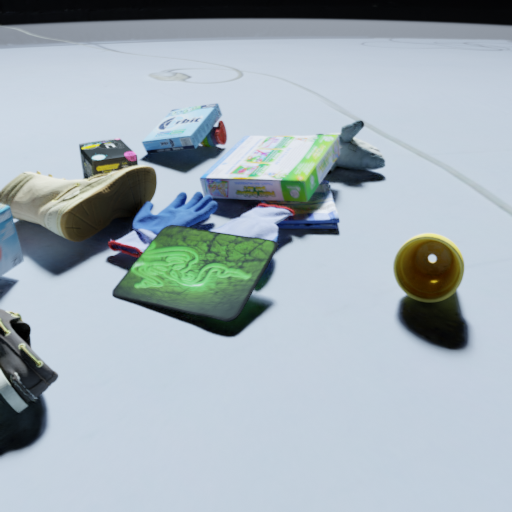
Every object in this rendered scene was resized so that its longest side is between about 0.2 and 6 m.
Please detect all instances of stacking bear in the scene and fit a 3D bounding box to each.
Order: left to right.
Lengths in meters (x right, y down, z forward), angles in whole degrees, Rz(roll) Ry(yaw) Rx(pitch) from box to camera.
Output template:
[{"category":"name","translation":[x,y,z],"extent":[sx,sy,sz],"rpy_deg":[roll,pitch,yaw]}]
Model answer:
[{"category":"stacking bear","translation":[-1.463,-3.453,16.198],"extent":[1.111,0.632,0.675],"rpy_deg":[-1,57,21]}]

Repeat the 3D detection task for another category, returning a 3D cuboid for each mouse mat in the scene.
[{"category":"mouse mat","translation":[-1.019,0.208,9.467],"extent":[2.393,0.090,1.926],"rpy_deg":[8,45,24]}]

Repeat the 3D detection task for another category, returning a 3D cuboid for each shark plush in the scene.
[{"category":"shark plush","translation":[1.794,-2.603,14.350],"extent":[2.885,1.311,1.202],"rpy_deg":[-2,58,-13]}]

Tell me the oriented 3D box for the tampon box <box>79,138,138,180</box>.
[{"category":"tampon box","translation":[-3.563,-2.174,13.557],"extent":[1.063,0.895,1.418],"rpy_deg":[-15,32,-25]}]

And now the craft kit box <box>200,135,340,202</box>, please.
[{"category":"craft kit box","translation":[0.396,-2.137,13.230],"extent":[2.571,0.632,2.604],"rpy_deg":[3,34,27]}]

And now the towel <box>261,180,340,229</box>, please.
[{"category":"towel","translation":[0.938,-1.177,12.389],"extent":[1.654,0.268,2.252],"rpy_deg":[-1,29,1]}]

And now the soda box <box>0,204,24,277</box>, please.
[{"category":"soda box","translation":[-5.362,0.352,8.496],"extent":[1.234,1.147,3.607],"rpy_deg":[15,36,21]}]

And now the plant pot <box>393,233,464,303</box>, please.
[{"category":"plant pot","translation":[2.909,0.129,9.342],"extent":[1.091,1.091,1.026],"rpy_deg":[12,15,20]}]

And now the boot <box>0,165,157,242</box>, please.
[{"category":"boot","translation":[-3.759,-1.352,11.971],"extent":[2.290,1.072,2.946],"rpy_deg":[14,35,26]}]

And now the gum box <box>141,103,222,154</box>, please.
[{"category":"gum box","translation":[-2.079,-3.627,15.894],"extent":[1.634,0.429,1.924],"rpy_deg":[0,39,27]}]

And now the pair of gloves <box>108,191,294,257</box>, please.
[{"category":"pair of gloves","translation":[-1.102,-0.489,11.004],"extent":[3.524,0.401,2.833],"rpy_deg":[11,32,27]}]

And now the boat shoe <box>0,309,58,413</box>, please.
[{"category":"boat shoe","translation":[-3.318,1.161,7.527],"extent":[0.657,0.778,2.183],"rpy_deg":[-35,49,-18]}]
